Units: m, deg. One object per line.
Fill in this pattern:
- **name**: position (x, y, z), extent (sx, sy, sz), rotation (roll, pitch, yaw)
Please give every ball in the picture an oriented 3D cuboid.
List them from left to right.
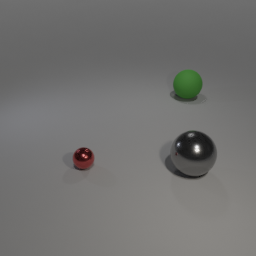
- **ball**: position (-1.423, 0.964, 8.978), extent (0.700, 0.700, 0.700), rotation (0, 30, 0)
- **ball**: position (2.898, -2.126, 13.591), extent (1.400, 1.400, 1.400), rotation (0, 30, 0)
- **ball**: position (2.006, 0.772, 8.598), extent (1.400, 1.400, 1.400), rotation (0, 30, 0)
